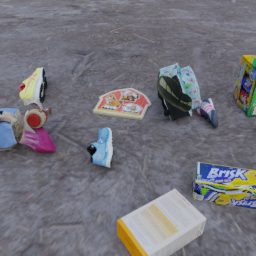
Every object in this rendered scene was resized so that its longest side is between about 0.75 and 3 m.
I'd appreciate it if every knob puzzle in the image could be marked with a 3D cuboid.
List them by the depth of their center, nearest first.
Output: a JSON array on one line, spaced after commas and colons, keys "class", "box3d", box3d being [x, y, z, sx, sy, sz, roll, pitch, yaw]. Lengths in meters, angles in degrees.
[{"class": "knob puzzle", "box3d": [-0.151, -1.327, 12.952, 2.787, 0.386, 2.787, 0, 35, 0]}]

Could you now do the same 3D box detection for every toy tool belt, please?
[{"class": "toy tool belt", "box3d": [-4.439, 0.045, 9.629, 2.970, 1.855, 1.825, -8, 19, 4]}]

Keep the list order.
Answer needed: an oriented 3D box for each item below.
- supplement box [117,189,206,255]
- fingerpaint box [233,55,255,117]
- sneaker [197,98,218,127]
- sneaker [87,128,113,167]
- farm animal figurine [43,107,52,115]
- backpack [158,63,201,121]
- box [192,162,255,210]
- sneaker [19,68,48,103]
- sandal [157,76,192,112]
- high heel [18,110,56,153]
[{"class": "supplement box", "box3d": [0.853, 2.565, 7.232, 1.959, 0.720, 1.235, -20, 40, -26]}, {"class": "fingerpaint box", "box3d": [5.417, -1.841, 12.164, 0.780, 2.126, 1.774, -3, 37, -2]}, {"class": "sneaker", "box3d": [3.333, -0.591, 11.844, 0.770, 0.658, 1.877, -11, 31, 12]}, {"class": "sneaker", "box3d": [-0.984, 0.575, 9.763, 0.871, 0.759, 1.936, 4, 30, -8]}, {"class": "farm animal figurine", "box3d": [-3.670, -0.656, 12.021, 0.765, 0.399, 0.757, -13, 17, -40]}, {"class": "backpack", "box3d": [2.094, -1.676, 11.902, 1.725, 2.033, 2.291, -20, 26, 10]}, {"class": "box", "box3d": [3.237, 1.753, 8.279, 2.567, 0.825, 0.899, 8, 37, 10]}, {"class": "sneaker", "box3d": [-4.618, -2.142, 13.560, 1.194, 1.034, 2.645, -6, 36, -3]}, {"class": "sandal", "box3d": [1.461, -1.041, 9.150, 0.497, 1.742, 0.692, 10, 70, 50]}, {"class": "high heel", "box3d": [-3.476, 0.111, 10.847, 1.280, 0.899, 2.669, 24, 9, -26]}]
